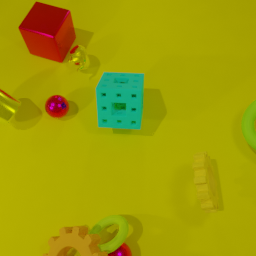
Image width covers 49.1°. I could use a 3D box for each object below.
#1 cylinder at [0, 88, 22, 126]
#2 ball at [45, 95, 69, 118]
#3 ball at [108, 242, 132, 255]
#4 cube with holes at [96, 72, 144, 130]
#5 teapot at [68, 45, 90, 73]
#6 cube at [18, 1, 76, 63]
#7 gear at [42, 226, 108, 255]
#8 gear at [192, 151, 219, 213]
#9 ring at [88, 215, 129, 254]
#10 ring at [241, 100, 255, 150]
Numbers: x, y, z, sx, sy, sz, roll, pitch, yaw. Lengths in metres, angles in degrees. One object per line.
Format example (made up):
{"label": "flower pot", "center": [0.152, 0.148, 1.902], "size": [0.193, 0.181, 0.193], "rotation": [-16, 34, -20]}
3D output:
{"label": "cylinder", "center": [-3.609, -0.628, 7.912], "size": [0.848, 0.848, 0.848], "rotation": [37, 66, -23]}
{"label": "ball", "center": [-2.106, -0.637, 8.323], "size": [0.706, 0.706, 0.706], "rotation": [0, 65, 0]}
{"label": "ball", "center": [-0.266, 3.055, 6.637], "size": [0.731, 0.731, 0.731], "rotation": [0, 65, 0]}
{"label": "cube with holes", "center": [-0.178, -0.779, 7.765], "size": [1.159, 1.159, 1.159], "rotation": [3, 32, 5]}
{"label": "teapot", "center": [-1.578, -2.193, 8.947], "size": [0.635, 0.806, 1.297], "rotation": [-20, 51, -6]}
{"label": "cube", "center": [-2.576, -3.114, 9.165], "size": [1.229, 1.229, 1.229], "rotation": [18, 66, 8]}
{"label": "gear", "center": [-1.222, 3.126, 6.247], "size": [1.764, 0.326, 1.764], "rotation": [-12, 68, 32]}
{"label": "gear", "center": [1.863, 1.276, 6.667], "size": [0.260, 1.403, 1.403], "rotation": [-13, 63, 24]}
{"label": "ring", "center": [-0.491, 2.536, 6.701], "size": [1.109, 1.109, 0.222], "rotation": [-33, 113, -14]}
{"label": "ring", "center": [3.680, -0.090, 7.049], "size": [1.577, 0.315, 1.577], "rotation": [-4, 83, 36]}
